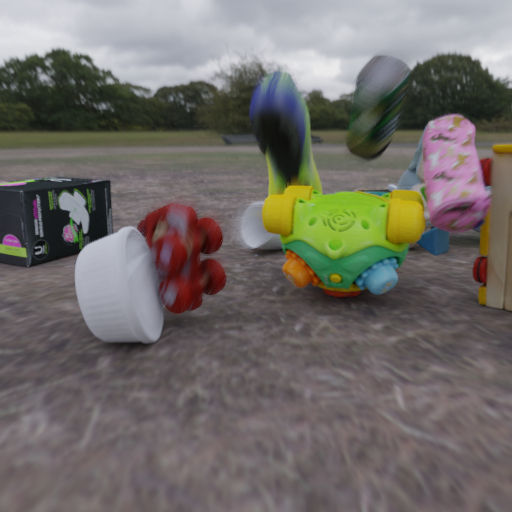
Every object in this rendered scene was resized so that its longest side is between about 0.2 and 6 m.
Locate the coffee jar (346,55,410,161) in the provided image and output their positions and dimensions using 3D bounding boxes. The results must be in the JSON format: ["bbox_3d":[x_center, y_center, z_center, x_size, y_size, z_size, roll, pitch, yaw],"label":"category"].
[{"bbox_3d":[2.063,-2.498,9.673,0.744,1.743,0.909,27,63,16],"label":"coffee jar"}]

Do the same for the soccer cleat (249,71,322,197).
[{"bbox_3d":[0.635,-1.756,9.742,1.016,3.143,1.314,3,57,16],"label":"soccer cleat"}]

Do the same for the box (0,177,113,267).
[{"bbox_3d":[-3.574,-0.649,9.376,1.427,1.194,1.921,7,14,27],"label":"box"}]

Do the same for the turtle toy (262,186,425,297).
[{"bbox_3d":[1.187,-0.210,7.284,1.885,1.308,2.587,5,13,16],"label":"turtle toy"}]

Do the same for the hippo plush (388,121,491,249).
[{"bbox_3d":[3.597,-0.849,9.902,2.140,2.120,2.662,18,-28,1],"label":"hippo plush"}]

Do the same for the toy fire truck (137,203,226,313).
[{"bbox_3d":[-0.913,0.008,6.010,0.992,1.181,0.662,16,29,35],"label":"toy fire truck"}]

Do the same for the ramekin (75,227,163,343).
[{"bbox_3d":[-1.356,0.324,5.574,0.542,1.163,1.163,-11,13,4],"label":"ramekin"}]

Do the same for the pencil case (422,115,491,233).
[{"bbox_3d":[2.231,-0.955,6.331,0.627,0.600,1.449,5,52,2],"label":"pencil case"}]

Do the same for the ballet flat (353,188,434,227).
[{"bbox_3d":[3.268,-1.133,12.197,2.637,0.898,0.887,13,9,40],"label":"ballet flat"}]

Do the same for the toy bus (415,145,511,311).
[{"bbox_3d":[3.317,-0.455,6.492,1.217,2.355,2.222,-14,63,-44],"label":"toy bus"}]

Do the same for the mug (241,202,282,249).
[{"bbox_3d":[0.247,-0.429,9.539,0.898,0.756,1.024,4,-27,-42],"label":"mug"}]
